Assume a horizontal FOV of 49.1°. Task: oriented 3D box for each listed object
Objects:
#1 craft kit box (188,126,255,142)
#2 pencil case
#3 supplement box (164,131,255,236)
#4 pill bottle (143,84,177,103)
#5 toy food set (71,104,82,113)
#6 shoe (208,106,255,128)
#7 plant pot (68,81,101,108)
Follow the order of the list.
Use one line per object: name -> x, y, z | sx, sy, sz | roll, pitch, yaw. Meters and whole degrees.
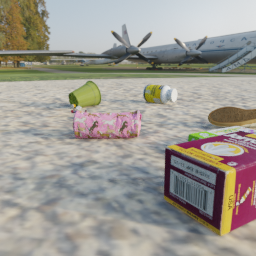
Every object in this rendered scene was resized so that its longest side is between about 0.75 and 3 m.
craft kit box -> 2.789, 0.412, 6.832 | 1.880, 0.456, 1.857 | -8, 13, -30
pencil case -> -0.585, -0.118, 8.120 | 1.982, 0.858, 0.821 | 1, -9, 2
supplement box -> 1.639, 0.720, 4.391 | 1.840, 0.949, 1.204 | -9, 16, -32
pill bottle -> 1.683, -1.775, 14.646 | 1.665, 0.933, 0.933 | 10, 17, 35
toy food set -> -1.940, -0.584, 10.788 | 0.827, 0.395, 0.372 | 36, 23, 11
shoe -> 3.871, -0.266, 9.381 | 2.398, 0.640, 0.838 | -4, 47, 1
plant pot -> -2.128, -1.478, 13.269 | 1.208, 1.272, 1.272 | -27, 27, -37
